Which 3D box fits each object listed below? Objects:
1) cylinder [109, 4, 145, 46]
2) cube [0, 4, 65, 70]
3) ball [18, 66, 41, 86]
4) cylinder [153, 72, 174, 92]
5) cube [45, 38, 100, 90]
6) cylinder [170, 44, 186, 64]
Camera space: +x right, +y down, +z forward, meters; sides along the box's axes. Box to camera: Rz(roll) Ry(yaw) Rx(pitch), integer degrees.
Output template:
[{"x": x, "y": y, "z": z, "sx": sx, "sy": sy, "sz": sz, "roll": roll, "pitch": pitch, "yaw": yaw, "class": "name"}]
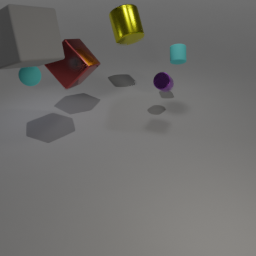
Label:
[{"x": -0.061, "y": -4.809, "z": 13.151, "sx": 1.400, "sy": 1.400, "sz": 1.400, "roll": -15, "pitch": -2, "yaw": -1, "class": "cylinder"}, {"x": -2.854, "y": -2.481, "z": 7.819, "sx": 1.400, "sy": 1.400, "sz": 1.400, "roll": -1, "pitch": 13, "yaw": 41, "class": "cube"}, {"x": -3.169, "y": -1.705, "z": 9.057, "sx": 0.700, "sy": 0.700, "sz": 0.700, "roll": 0, "pitch": 30, "yaw": 0, "class": "ball"}, {"x": 1.447, "y": -1.849, "z": 11.348, "sx": 0.700, "sy": 0.700, "sz": 0.700, "roll": 13, "pitch": 2, "yaw": 21, "class": "cylinder"}, {"x": -2.243, "y": -2.625, "z": 11.395, "sx": 1.400, "sy": 1.400, "sz": 1.400, "roll": -39, "pitch": 5, "yaw": 23, "class": "cube"}, {"x": 2.181, "y": -3.207, "z": 12.196, "sx": 0.700, "sy": 0.700, "sz": 0.700, "roll": 0, "pitch": -4, "yaw": 0, "class": "cylinder"}]
